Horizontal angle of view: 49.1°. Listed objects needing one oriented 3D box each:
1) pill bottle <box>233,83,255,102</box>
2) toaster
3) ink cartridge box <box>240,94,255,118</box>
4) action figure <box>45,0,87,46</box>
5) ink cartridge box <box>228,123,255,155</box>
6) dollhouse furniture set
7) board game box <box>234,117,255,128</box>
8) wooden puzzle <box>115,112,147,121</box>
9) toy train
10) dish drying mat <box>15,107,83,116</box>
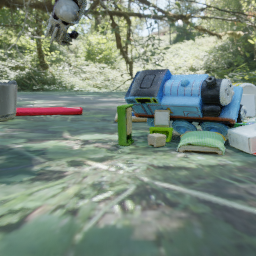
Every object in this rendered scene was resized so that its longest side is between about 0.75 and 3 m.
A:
[{"bbox_3d":[4.303,-1.253,11.764,1.234,1.234,2.188,-3,8,-16],"label":"pill bottle"},{"bbox_3d":[-4.525,-0.901,9.148,1.167,1.327,2.055,1,8,16],"label":"toaster"},{"bbox_3d":[2.927,-0.582,8.443,1.142,0.663,1.548,0,-5,-6],"label":"ink cartridge box"},{"bbox_3d":[-0.966,-2.367,5.187,0.805,1.510,2.321,32,28,-28],"label":"action figure"},{"bbox_3d":[2.838,0.128,4.856,1.648,0.359,1.431,-12,10,-6],"label":"ink cartridge box"},{"bbox_3d":[0.847,-0.040,5.411,2.050,0.792,1.025,3,10,16],"label":"dollhouse furniture set"},{"bbox_3d":[3.654,-0.016,6.850,1.415,0.306,2.102,6,11,38],"label":"board game box"},{"bbox_3d":[0.344,-0.493,9.637,1.534,0.383,1.656,0,9,1],"label":"wooden puzzle"},{"bbox_3d":[1.230,-0.563,6.202,2.554,1.107,1.459,6,-30,33],"label":"toy train"},{"bbox_3d":[-3.289,-0.686,11.249,2.876,0.262,1.105,-1,10,-8],"label":"dish drying mat"}]
